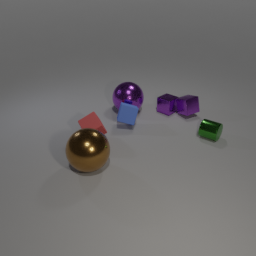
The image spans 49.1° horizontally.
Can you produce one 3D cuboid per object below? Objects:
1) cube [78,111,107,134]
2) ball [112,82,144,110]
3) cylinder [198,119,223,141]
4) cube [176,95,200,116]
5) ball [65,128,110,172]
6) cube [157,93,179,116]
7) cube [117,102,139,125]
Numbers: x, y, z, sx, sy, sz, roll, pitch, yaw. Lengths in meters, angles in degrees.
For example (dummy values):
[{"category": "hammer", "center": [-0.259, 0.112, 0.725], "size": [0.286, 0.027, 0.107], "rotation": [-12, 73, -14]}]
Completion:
[{"category": "cube", "center": [-1.301, -0.041, 10.334], "size": [0.700, 0.700, 0.700], "rotation": [-32, 63, -1]}, {"category": "ball", "center": [0.004, -1.346, 12.424], "size": [1.400, 1.400, 1.400], "rotation": [0, 30, 0]}, {"category": "cylinder", "center": [3.138, 0.071, 10.640], "size": [0.700, 0.700, 0.700], "rotation": [20, 36, 32]}, {"category": "cube", "center": [2.607, -1.004, 12.213], "size": [0.700, 0.700, 0.700], "rotation": [-18, 20, -22]}, {"category": "ball", "center": [-1.262, 0.694, 8.839], "size": [1.400, 1.400, 1.400], "rotation": [0, 30, 0]}, {"category": "cube", "center": [1.784, -1.069, 12.614], "size": [0.700, 0.700, 0.700], "rotation": [25, 38, 38]}, {"category": "cube", "center": [-0.023, -0.582, 11.295], "size": [0.700, 0.700, 0.700], "rotation": [15, 11, -6]}]
